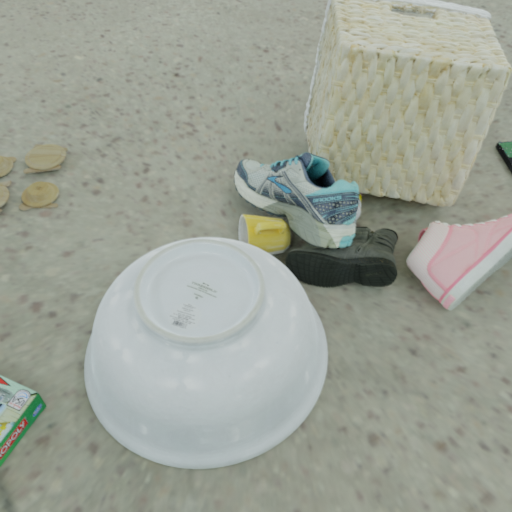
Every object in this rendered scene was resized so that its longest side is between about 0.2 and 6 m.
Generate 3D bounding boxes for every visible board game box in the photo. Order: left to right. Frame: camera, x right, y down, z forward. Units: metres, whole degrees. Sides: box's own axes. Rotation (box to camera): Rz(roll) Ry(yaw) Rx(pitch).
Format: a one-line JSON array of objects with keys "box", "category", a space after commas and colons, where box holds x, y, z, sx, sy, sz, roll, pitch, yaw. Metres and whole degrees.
[{"box": [-4.854, 2.269, 7.680, 3.149, 0.458, 2.119, 18, 50, 15], "category": "board game box"}]

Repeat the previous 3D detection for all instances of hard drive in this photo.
[{"box": [5.508, -2.047, 11.671, 0.688, 0.186, 0.985, -5, 49, -4], "category": "hard drive"}]

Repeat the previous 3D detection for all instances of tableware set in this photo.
[{"box": [-4.758, -1.539, 11.192, 1.803, 0.250, 2.159, -5, 49, -6], "category": "tableware set"}]

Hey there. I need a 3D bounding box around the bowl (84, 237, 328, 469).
[{"box": [-0.761, 0.936, 8.063, 3.710, 1.667, 3.710, 0, 48, 0], "category": "bowl"}]

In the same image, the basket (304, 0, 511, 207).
[{"box": [2.516, -2.799, 10.243, 2.994, 3.021, 2.430, 8, 44, -1], "category": "basket"}]

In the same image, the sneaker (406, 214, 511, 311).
[{"box": [3.648, -0.287, 9.571, 2.591, 0.975, 1.355, -34, 62, -22], "category": "sneaker"}]

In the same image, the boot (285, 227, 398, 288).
[{"box": [1.508, -0.054, 9.757, 1.921, 0.651, 1.255, 5, 36, 6], "category": "boot"}]

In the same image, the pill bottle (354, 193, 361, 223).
[{"box": [1.729, -0.927, 10.449, 0.447, 0.447, 0.857, 8, 42, 7], "category": "pill bottle"}]

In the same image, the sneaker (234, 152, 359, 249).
[{"box": [0.756, -1.292, 9.949, 1.148, 1.276, 2.957, -8, 32, -41], "category": "sneaker"}]

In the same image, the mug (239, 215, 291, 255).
[{"box": [0.184, -0.312, 9.735, 0.810, 0.790, 0.986, -2, 18, -13], "category": "mug"}]
